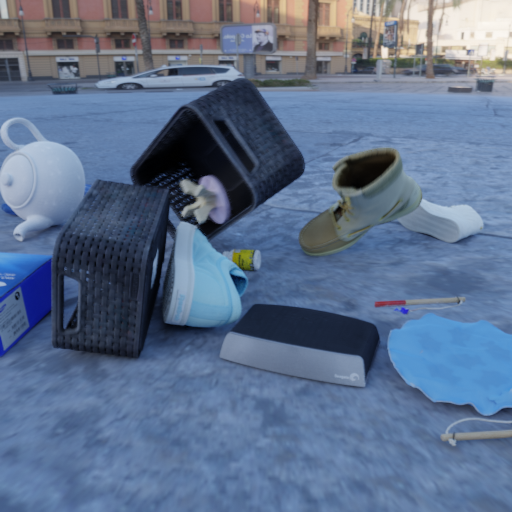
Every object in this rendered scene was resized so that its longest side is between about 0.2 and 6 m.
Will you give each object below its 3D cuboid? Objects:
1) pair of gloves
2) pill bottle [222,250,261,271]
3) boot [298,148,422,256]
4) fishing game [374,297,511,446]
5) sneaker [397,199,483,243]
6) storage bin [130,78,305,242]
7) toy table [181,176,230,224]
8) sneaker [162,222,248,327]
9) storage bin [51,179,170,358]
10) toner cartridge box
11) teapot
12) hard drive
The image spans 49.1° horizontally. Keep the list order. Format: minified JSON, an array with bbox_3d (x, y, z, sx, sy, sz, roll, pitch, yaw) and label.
[{"bbox_3d":[-5.236,-1.444,14.381,2.140,0.303,2.662,-4,22,-9],"label":"pair of gloves"},{"bbox_3d":[-0.273,0.071,10.288,0.665,0.374,0.374,2,21,13],"label":"pill bottle"},{"bbox_3d":[1.625,-0.933,10.113,2.519,0.908,1.948,-27,-24,18],"label":"boot"},{"bbox_3d":[2.582,1.334,6.995,1.914,0.415,2.673,-4,29,-9],"label":"fishing game"},{"bbox_3d":[4.033,-0.876,12.432,1.126,0.718,1.948,-12,33,-33],"label":"sneaker"},{"bbox_3d":[-0.796,-1.543,10.205,1.395,2.011,2.975,-39,6,-36],"label":"storage bin"},{"bbox_3d":[-0.930,-0.987,10.028,0.561,0.880,0.958,-12,55,-36],"label":"toy table"},{"bbox_3d":[-0.802,0.354,8.898,1.232,1.112,3.007,14,22,-12],"label":"sneaker"},{"bbox_3d":[-1.958,0.095,7.916,1.147,1.654,2.447,8,27,-6],"label":"storage bin"},{"bbox_3d":[-5.126,0.571,8.318,3.819,0.824,1.814,3,21,7],"label":"toner cartridge box"},{"bbox_3d":[-4.885,-1.657,12.268,2.043,2.016,1.492,39,18,26],"label":"teapot"},{"bbox_3d":[0.612,1.118,7.476,1.925,0.407,1.298,8,22,20],"label":"hard drive"}]
